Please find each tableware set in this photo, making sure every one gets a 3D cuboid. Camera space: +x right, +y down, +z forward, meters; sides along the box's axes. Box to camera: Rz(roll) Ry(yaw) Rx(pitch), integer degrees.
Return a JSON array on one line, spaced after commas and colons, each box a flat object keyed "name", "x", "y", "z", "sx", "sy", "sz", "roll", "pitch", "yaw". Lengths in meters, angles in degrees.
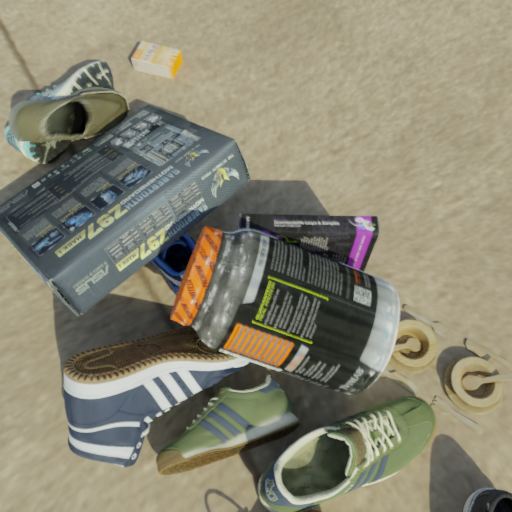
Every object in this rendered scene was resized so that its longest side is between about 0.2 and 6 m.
[{"name": "tableware set", "x": 2.951, "y": 1.686, "z": 8.826, "sx": 2.033, "sy": 0.407, "sz": 1.344, "roll": 31, "pitch": 67, "yaw": 15}]

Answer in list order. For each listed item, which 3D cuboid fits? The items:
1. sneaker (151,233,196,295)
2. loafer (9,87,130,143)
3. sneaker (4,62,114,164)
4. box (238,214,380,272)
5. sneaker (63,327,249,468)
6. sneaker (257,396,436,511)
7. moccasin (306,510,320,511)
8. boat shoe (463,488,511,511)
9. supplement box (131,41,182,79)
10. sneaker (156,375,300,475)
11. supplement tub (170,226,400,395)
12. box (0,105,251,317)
[{"name": "sneaker", "x": -1.540, "y": -0.213, "z": 9.490, "sx": 0.867, "sy": 0.965, "sz": 2.346, "roll": -40, "pitch": 64, "yaw": -17}, {"name": "loafer", "x": -3.198, "y": -2.492, "z": 10.241, "sx": 0.861, "sy": 0.930, "sz": 2.473, "roll": 20, "pitch": 34, "yaw": 30}, {"name": "sneaker", "x": -3.872, "y": -3.000, "z": 10.946, "sx": 1.130, "sy": 1.016, "sz": 2.617, "roll": 22, "pitch": 60, "yaw": 23}, {"name": "box", "x": 0.793, "y": -0.149, "z": 9.138, "sx": 2.147, "sy": 1.535, "sz": 0.387, "roll": 0, "pitch": 63, "yaw": 0}, {"name": "sneaker", "x": -1.419, "y": 2.059, "z": 8.328, "sx": 2.942, "sy": 1.596, "sz": 1.031, "roll": -5, "pitch": 22, "yaw": -37}, {"name": "sneaker", "x": 1.375, "y": 2.733, "z": 7.780, "sx": 2.887, "sy": 1.296, "sz": 0.968, "roll": -22, "pitch": 65, "yaw": -11}, {"name": "moccasin", "x": 0.275, "y": 4.652, "z": 6.864, "sx": 1.103, "sy": 1.164, "sz": 3.015, "roll": 29, "pitch": 66, "yaw": 14}, {"name": "boat shoe", "x": 3.180, "y": 4.441, "z": 7.098, "sx": 0.995, "sy": 0.943, "sz": 2.846, "roll": 10, "pitch": 63, "yaw": 5}, {"name": "supplement box", "x": -2.100, "y": -4.156, "z": 11.887, "sx": 0.909, "sy": 0.334, "sz": 0.573, "roll": 15, "pitch": 63, "yaw": 8}, {"name": "sneaker", "x": -0.499, "y": 2.439, "z": 8.312, "sx": 2.145, "sy": 0.719, "sz": 0.963, "roll": -16, "pitch": 59, "yaw": -11}, {"name": "supplement tub", "x": 0.389, "y": 0.741, "z": 8.152, "sx": 2.969, "sy": 1.819, "sz": 1.819, "roll": 21, "pitch": 63, "yaw": -9}, {"name": "box", "x": -2.299, "y": -0.979, "z": 9.350, "sx": 3.578, "sy": 0.913, "sz": 2.822, "roll": -42, "pitch": 44, "yaw": -18}]
